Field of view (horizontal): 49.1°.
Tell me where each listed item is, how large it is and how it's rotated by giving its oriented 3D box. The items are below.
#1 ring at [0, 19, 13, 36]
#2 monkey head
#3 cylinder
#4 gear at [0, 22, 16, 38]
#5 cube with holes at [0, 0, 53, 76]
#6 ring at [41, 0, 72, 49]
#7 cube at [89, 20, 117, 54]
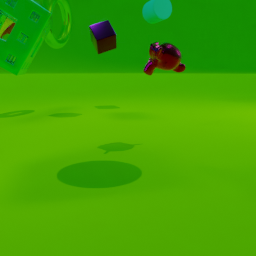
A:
[{"bbox_3d":[-2.801,-2.220,6.562,0.281,1.403,1.403,40,12,-4],"label":"ring"},{"bbox_3d":[0.698,-1.339,5.656,0.639,0.763,1.061,40,15,37],"label":"monkey head"},{"bbox_3d":[1.168,-4.748,11.291,0.882,0.882,0.882,-6,9,-25],"label":"cylinder"},{"bbox_3d":[-3.840,-3.008,7.928,1.782,0.330,1.782,-26,2,1],"label":"gear"},{"bbox_3d":[-1.437,-1.170,3.304,0.783,0.783,0.783,30,3,-18],"label":"cube with holes"},{"bbox_3d":[-2.460,-3.726,9.718,0.377,1.885,1.885,10,14,12],"label":"ring"},{"bbox_3d":[-0.844,-3.087,9.540,0.704,0.704,0.704,-22,-22,-11],"label":"cube"}]
